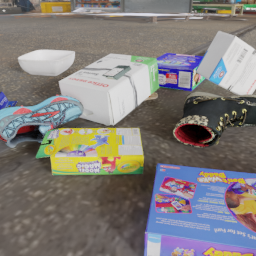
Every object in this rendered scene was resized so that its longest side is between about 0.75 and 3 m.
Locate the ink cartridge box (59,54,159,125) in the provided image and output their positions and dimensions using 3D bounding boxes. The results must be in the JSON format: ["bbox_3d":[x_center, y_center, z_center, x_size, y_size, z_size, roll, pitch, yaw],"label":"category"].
[{"bbox_3d":[-0.554,-1.475,9.707,2.145,1.236,2.940,14,38,30],"label":"ink cartridge box"}]

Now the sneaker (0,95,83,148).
[{"bbox_3d":[-2.375,-0.075,8.006,2.592,1.028,1.238,-19,51,-27],"label":"sneaker"}]

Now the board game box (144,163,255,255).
[{"bbox_3d":[1.813,1.544,4.904,2.838,0.635,1.908,5,28,10],"label":"board game box"}]

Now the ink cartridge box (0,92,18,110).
[{"bbox_3d":[-5.210,-0.848,9.759,2.391,0.469,1.189,-4,27,-9],"label":"ink cartridge box"}]

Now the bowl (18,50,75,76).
[{"bbox_3d":[-3.955,-3.248,13.940,2.329,0.870,2.332,6,29,11],"label":"bowl"}]

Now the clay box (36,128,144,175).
[{"bbox_3d":[-0.878,0.540,6.913,2.425,0.577,1.393,-1,27,-2],"label":"clay box"}]

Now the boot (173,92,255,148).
[{"bbox_3d":[2.802,-0.149,7.877,2.854,1.030,2.156,10,33,21],"label":"boot"}]

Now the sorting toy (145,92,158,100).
[{"bbox_3d":[0.013,-1.500,11.165,1.514,0.302,2.049,-16,32,-28],"label":"sorting toy"}]

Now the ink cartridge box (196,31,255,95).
[{"bbox_3d":[3.248,-1.879,8.585,1.890,1.380,0.797,17,20,-32],"label":"ink cartridge box"}]

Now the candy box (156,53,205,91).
[{"bbox_3d":[2.221,-2.563,12.469,2.178,0.992,2.576,13,31,27],"label":"candy box"}]
